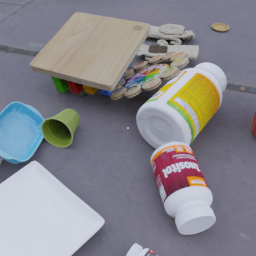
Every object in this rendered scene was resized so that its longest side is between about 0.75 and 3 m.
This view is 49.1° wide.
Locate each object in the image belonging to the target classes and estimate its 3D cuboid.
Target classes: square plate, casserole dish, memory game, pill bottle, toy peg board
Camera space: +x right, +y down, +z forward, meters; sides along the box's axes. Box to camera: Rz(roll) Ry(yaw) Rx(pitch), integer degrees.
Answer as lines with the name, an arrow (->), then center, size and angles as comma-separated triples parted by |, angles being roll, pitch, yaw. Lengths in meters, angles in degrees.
square plate -> -2.312, 2.226, 6.109 | 2.619, 0.376, 2.644 | 32, 54, 27
casserole dish -> -3.037, 0.138, 7.653 | 1.310, 0.420, 2.163 | 38, 31, -18
memory game -> 0.593, -1.790, 9.194 | 2.971, 0.189, 2.971 | -23, 25, 12
pill bottle -> 1.702, -0.720, 8.119 | 1.619, 1.619, 2.915 | 28, 52, 25
toy peg board -> -1.088, -2.273, 9.458 | 2.926, 1.437, 2.938 | 17, 59, 20
pill bottle -> 1.260, 1.350, 6.469 | 1.091, 1.091, 1.931 | -8, 46, -8
pill bottle -> 0.445, 2.738, 5.469 | 0.993, 0.566, 0.566 | 27, 51, 23

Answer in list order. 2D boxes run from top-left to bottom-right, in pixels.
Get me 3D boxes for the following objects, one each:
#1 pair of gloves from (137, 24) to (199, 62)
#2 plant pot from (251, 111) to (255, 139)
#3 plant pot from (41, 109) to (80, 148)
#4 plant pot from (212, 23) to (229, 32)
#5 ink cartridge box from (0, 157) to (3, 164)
pair of gloves -> 1.620, -3.531, 11.709 | 2.483, 0.512, 2.920 | 2, 43, 6
plant pot -> 4.505, -0.559, 7.604 | 2.218, 2.158, 2.218 | 0, 45, 0
plant pot -> -1.849, -0.089, 8.119 | 0.981, 0.981, 0.932 | 12, 34, 11
plant pot -> 4.324, -4.708, 13.132 | 0.819, 0.113, 0.819 | 0, 46, 0
ink cartridge box -> -4.283, 0.996, 7.074 | 1.707, 0.731, 1.260 | 1, 46, -1
